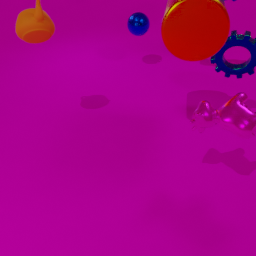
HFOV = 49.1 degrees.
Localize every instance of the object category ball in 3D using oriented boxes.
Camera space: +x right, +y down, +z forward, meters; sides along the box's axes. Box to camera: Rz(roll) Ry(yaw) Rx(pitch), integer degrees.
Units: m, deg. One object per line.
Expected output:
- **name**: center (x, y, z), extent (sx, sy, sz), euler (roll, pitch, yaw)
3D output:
- **ball**: center (0.335, -3.326, 8.977), extent (0.731, 0.731, 0.731), euler (0, 41, 0)

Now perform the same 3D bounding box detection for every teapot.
- **teapot**: center (-1.943, -2.190, 5.835), extent (0.795, 1.278, 0.626), euler (-12, 84, -30)

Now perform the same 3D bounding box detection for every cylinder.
- **cylinder**: center (1.302, -2.108, 5.479), extent (1.216, 1.216, 1.216), euler (7, 39, 8)

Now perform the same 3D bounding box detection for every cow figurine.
- **cow figurine**: center (1.691, -0.136, 4.827), extent (1.061, 0.592, 1.079), euler (-34, 51, -4)

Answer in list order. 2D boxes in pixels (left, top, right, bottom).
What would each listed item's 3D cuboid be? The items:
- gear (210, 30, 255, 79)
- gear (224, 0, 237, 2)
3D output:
- **gear**: center (2.568, -1.709, 6.604), extent (1.177, 1.177, 0.218), euler (12, 50, 14)
- **gear**: center (2.426, -3.940, 7.282), extent (1.769, 1.769, 0.327), euler (1, 71, 1)
